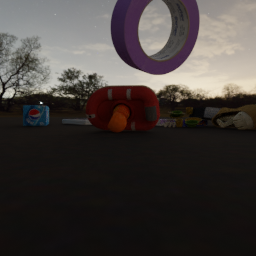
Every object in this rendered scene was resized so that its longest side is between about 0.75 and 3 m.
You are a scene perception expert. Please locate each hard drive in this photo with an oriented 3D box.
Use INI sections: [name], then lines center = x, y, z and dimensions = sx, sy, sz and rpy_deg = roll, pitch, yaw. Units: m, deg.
[hard drive]
center = 4.085, -0.488, 11.989
dimensions = 2.504, 0.530, 1.689
rpy_deg = 8, 1, -11

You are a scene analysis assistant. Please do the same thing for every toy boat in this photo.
[toy boat]
center = -0.228, -0.398, 8.169
dimensions = 2.191, 1.430, 1.432
rpy_deg = 1, 32, 18

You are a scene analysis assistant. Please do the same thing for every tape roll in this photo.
[tape roll]
center = 0.805, -2.838, 7.958
dimensions = 2.539, 2.539, 0.833
rpy_deg = -2, 22, -30

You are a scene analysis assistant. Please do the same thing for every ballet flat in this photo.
[ballet flat]
center = 3.762, -0.246, 9.502
dimensions = 0.829, 0.903, 2.632
rpy_deg = -29, 6, -11

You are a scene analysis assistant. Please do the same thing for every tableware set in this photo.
[tableware set]
center = 2.272, -0.469, 11.357
dimensions = 1.420, 0.323, 2.108
rpy_deg = 1, 18, 18

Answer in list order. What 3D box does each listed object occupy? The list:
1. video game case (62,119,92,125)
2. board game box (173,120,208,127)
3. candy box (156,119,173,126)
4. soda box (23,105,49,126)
[video game case]
center = -1.930, -0.325, 14.364
dimensions = 2.050, 0.267, 2.252
rpy_deg = -3, 5, -41
[board game box]
center = 2.657, -0.211, 11.918
dimensions = 1.192, 0.267, 0.801
rpy_deg = -1, 3, -25
[candy box]
center = 1.594, -0.250, 12.487
dimensions = 0.677, 0.289, 0.807
rpy_deg = -1, 3, -17
[soda box]
center = -4.223, -0.581, 13.051
dimensions = 0.952, 0.900, 2.806
rpy_deg = -1, 2, -13
